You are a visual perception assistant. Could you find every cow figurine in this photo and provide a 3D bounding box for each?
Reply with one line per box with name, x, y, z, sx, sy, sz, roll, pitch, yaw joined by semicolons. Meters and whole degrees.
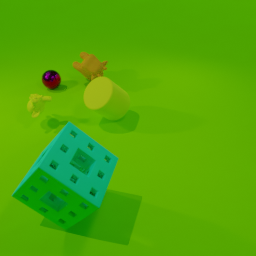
cow figurine;-1.323;-2.244;10.804;1.703;1.731;0.950;35;86;27

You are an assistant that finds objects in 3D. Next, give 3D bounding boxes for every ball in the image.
ball;-2.965;-1.882;10.856;0.739;0.739;0.739;0;35;0

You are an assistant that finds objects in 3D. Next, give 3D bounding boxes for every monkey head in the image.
monkey head;-2.730;-0.715;8.687;0.748;0.626;1.039;0;27;-9

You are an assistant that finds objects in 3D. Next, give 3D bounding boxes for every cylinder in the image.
cylinder;-0.647;-0.899;8.786;1.081;1.081;1.081;28;0;34

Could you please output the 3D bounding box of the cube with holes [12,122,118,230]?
cube with holes;-1.240;0.990;5.733;1.308;1.308;1.308;38;38;-14
